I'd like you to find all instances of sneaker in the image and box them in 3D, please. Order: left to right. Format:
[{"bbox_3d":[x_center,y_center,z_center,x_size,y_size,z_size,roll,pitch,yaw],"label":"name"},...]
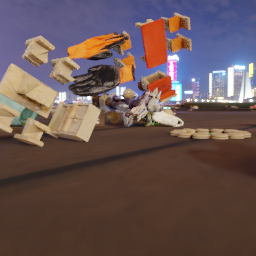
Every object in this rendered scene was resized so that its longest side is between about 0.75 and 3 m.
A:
[{"bbox_3d":[0.929,-0.311,10.000,0.695,0.603,1.569,9,8,9],"label":"sneaker"},{"bbox_3d":[1.387,-0.313,9.615,1.158,0.434,0.577,12,5,-25],"label":"sneaker"}]

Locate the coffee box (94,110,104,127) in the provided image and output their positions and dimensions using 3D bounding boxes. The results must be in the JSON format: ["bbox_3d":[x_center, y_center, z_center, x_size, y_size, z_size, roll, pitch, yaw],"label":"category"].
[{"bbox_3d":[-1.609,-0.367,10.023,0.870,0.606,1.521,-3,5,-37],"label":"coffee box"}]

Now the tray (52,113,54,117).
[{"bbox_3d":[-3.024,-0.609,14.900,1.205,0.452,2.442,-3,6,-34],"label":"tray"}]

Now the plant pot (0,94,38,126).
[{"bbox_3d":[-3.952,-0.693,10.246,1.017,1.518,1.518,32,17,22],"label":"plant pot"}]

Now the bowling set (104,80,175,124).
[{"bbox_3d":[0.409,-1.140,11.077,2.786,1.939,1.496,-3,-9,5],"label":"bowling set"}]

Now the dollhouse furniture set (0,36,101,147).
[{"bbox_3d":[-1.543,-0.450,5.112,1.119,1.580,1.720,5,-21,45],"label":"dollhouse furniture set"}]

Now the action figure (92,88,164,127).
[{"bbox_3d":[0.070,-0.799,9.744,2.666,0.925,1.734,10,33,36],"label":"action figure"}]

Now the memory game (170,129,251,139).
[{"bbox_3d":[1.897,0.119,6.556,1.834,0.117,1.834,0,4,0],"label":"memory game"}]

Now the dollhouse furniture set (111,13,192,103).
[{"bbox_3d":[0.990,-2.356,9.674,2.649,2.620,1.365,-24,38,-13],"label":"dollhouse furniture set"}]

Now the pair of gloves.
[{"bbox_3d":[-0.830,-1.917,8.286,1.996,2.240,0.277,-15,-31,9],"label":"pair of gloves"}]
